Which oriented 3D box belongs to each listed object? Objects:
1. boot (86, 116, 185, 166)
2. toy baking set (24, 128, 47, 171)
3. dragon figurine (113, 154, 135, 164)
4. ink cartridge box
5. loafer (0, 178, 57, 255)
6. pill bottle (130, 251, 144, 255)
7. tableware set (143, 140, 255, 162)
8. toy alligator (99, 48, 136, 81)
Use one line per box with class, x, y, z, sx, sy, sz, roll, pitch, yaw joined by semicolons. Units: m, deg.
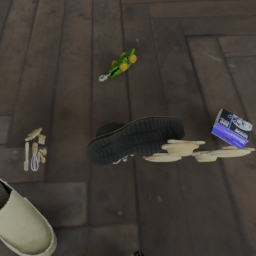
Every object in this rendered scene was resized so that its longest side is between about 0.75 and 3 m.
boot;0.141;0.044;7.233;2.381;0.922;1.647;-13;18;4
toy baking set;-2.344;0.552;7.175;0.146;0.961;1.253;-6;14;11
dragon figurine;-0.134;0.623;7.728;1.014;0.298;0.504;-33;61;-23
ink cartridge box;2.954;0.020;7.924;1.003;0.220;1.013;31;50;5
loafer;-2.641;1.903;6.156;2.614;0.892;0.989;42;66;1
pill bottle;-0.280;3.321;5.354;1.870;1.046;1.046;-32;61;-7
tableware set;1.547;0.585;6.648;2.013;2.410;0.280;3;77;-11
toy alligator;-0.302;-2.041;9.509;1.722;0.414;0.571;-44;43;-15
